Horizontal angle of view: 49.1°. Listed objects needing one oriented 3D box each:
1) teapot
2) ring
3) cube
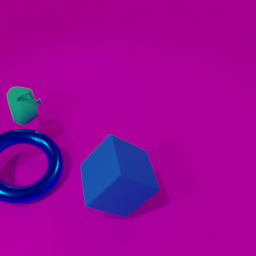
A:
[{"bbox_3d":[-2.474,-0.540,6.779,0.727,1.485,0.923,-16,76,-22],"label":"teapot"},{"bbox_3d":[-2.302,0.779,6.094,1.781,0.356,1.781,9,53,-12],"label":"ring"},{"bbox_3d":[-0.180,0.909,5.241,0.985,0.985,0.985,27,30,-34],"label":"cube"}]
